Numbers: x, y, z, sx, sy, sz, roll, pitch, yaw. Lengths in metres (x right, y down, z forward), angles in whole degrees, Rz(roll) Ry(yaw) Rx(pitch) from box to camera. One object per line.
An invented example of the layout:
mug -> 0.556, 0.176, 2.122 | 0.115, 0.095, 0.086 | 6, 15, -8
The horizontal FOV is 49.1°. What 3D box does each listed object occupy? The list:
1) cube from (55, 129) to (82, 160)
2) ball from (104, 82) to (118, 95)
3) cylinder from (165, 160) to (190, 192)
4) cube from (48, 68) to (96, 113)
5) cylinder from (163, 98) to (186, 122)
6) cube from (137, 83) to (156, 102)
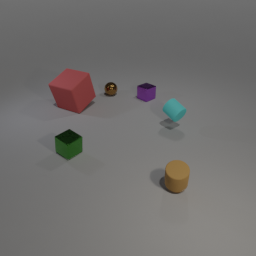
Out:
cube -> -2.120, 0.581, 10.038 | 0.700, 0.700, 0.700 | 28, 40, 28
ball -> -0.902, -2.072, 14.783 | 0.700, 0.700, 0.700 | 0, 30, 0
cylinder -> 1.442, 1.422, 8.260 | 0.700, 0.700, 0.700 | -3, 46, 3
cube -> -2.593, -1.768, 13.218 | 1.400, 1.400, 1.400 | 17, 51, 27
cylinder -> 1.887, -0.725, 11.385 | 0.700, 0.700, 0.700 | -23, 58, -35
cube -> 0.948, -1.843, 14.398 | 0.700, 0.700, 0.700 | -24, 38, -36
